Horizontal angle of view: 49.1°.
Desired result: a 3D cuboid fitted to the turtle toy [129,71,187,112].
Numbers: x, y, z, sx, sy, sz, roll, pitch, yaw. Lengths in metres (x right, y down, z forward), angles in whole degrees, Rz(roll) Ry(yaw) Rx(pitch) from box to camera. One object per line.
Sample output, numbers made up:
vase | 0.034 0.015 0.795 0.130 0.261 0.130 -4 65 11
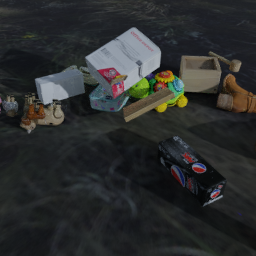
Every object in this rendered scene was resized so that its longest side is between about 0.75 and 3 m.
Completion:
turtle toy | 1.337 -1.780 12.663 2.746 1.388 2.002 -13 38 -17

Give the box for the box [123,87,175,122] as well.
box | 0.763 -0.980 11.052 2.049 0.218 1.675 -27 16 5

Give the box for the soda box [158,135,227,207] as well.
soda box | 1.944 1.278 8.975 0.870 0.779 2.460 -18 39 -21

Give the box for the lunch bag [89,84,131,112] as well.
lunch bag | -0.836 -1.526 12.874 1.558 0.749 1.942 13 38 18

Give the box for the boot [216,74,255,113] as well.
boot | 5.206 -1.548 12.713 1.917 0.947 2.469 13 40 19

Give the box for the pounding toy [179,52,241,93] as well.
pounding toy | 4.093 -2.795 14.131 2.878 1.317 2.528 5 36 6

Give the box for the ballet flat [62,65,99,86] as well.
ballet flat | -2.583 -2.890 14.696 2.450 0.851 0.851 16 39 21

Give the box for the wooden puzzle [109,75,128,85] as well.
wooden puzzle | -0.349 -1.775 10.254 0.683 1.012 0.118 -19 85 -22

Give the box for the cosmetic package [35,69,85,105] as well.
cosmetic package | -3.175 -1.978 13.236 2.094 1.062 0.746 -21 41 -27

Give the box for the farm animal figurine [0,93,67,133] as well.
farm animal figurine | -4.046 -0.564 11.288 2.581 1.298 2.084 14 19 24

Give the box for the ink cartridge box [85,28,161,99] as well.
ink cartridge box | -0.167 -2.765 11.756 2.576 1.074 1.870 -36 66 -14
